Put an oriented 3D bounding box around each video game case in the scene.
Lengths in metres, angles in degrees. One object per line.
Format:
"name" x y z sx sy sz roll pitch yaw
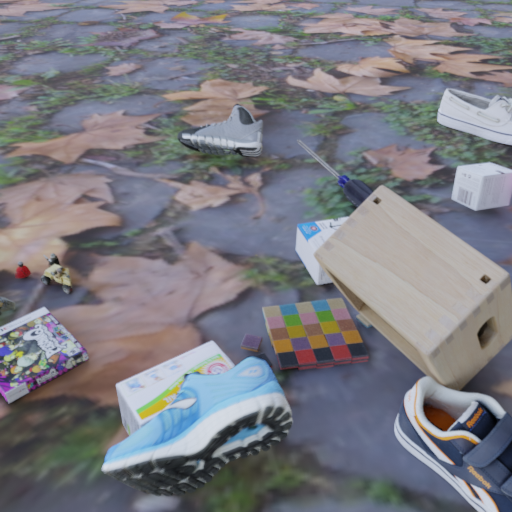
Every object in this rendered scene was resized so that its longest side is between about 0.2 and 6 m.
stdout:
"video game case" -2.854 1.196 7.012 1.048 0.207 1.157 -28 44 -34

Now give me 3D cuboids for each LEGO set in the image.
"LEGO set" -3.779 0.396 7.761 1.502 0.655 2.312 25 42 31

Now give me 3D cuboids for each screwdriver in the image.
"screwdriver" 1.549 -1.600 10.850 0.447 0.429 3.072 18 24 -32

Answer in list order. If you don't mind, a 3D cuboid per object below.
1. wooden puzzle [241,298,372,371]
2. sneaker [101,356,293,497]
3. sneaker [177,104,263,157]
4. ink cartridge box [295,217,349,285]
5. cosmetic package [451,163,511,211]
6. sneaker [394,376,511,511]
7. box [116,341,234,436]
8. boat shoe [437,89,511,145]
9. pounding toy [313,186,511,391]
"wooden puzzle" 0.728 1.015 7.327 1.919 0.135 1.138 -5 36 -9
"sneaker" -0.588 1.619 5.398 2.006 0.786 0.902 -28 40 14
"sneaker" -0.691 -2.686 11.715 1.810 0.679 1.045 9 81 7
"ink cartridge box" 1.381 -0.131 8.601 1.308 0.552 0.955 -10 36 -14
"cosmetic package" 3.964 -1.218 9.775 0.767 0.633 0.632 -10 28 -22
"sneaker" 2.285 1.958 5.429 2.033 0.807 0.797 29 43 33
"box" -0.812 1.549 6.087 1.203 0.677 0.610 -21 43 -28
"boat shoe" 5.447 -3.196 12.691 2.649 0.870 0.953 29 44 35
"pounding toy" 1.999 0.291 6.620 1.564 2.200 2.026 -45 53 0
